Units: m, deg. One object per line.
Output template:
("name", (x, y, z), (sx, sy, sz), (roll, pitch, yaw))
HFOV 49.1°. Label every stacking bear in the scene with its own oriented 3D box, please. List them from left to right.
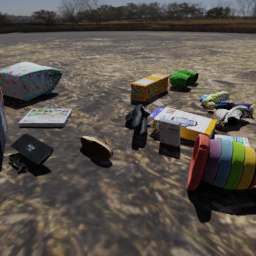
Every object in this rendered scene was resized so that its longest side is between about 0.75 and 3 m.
("stacking bear", (2.662, 0.951, 6.668), (2.204, 1.339, 1.253), (13, 26, 9))

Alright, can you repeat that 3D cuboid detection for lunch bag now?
("lunch bag", (-4.783, -2.436, 13.833), (2.100, 1.503, 2.466), (15, 33, 31))

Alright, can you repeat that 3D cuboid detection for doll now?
("doll", (4.161, -0.852, 11.519), (1.760, 0.427, 1.201), (2, 32, 13))

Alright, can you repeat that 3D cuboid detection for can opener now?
("can opener", (0.421, -0.217, 9.873), (0.725, 0.900, 2.288), (43, 13, -15))

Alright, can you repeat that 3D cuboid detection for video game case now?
("video game case", (-3.143, -0.413, 10.854), (1.660, 0.183, 1.513), (0, 24, 1))

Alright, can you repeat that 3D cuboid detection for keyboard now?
("keyboard", (-2.861, 0.717, 7.925), (1.628, 0.168, 1.035), (20, 55, 40))

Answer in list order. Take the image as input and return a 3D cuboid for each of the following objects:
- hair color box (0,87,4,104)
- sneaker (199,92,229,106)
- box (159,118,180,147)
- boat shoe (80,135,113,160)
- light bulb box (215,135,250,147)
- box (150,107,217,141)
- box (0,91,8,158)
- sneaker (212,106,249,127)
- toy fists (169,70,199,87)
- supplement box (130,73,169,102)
("hair color box", (-6.069, -0.866, 11.075), (1.362, 0.822, 2.684), (-3, 23, -5))
("sneaker", (3.828, -1.373, 12.562), (1.468, 0.556, 0.771), (-15, 27, -28))
("box", (1.301, 0.134, 8.758), (0.668, 0.857, 0.176), (14, 40, 29))
("boat shoe", (-0.846, 0.511, 8.389), (0.518, 0.519, 1.440), (-21, 25, -36))
("light bulb box", (2.915, 0.663, 7.924), (0.920, 0.574, 0.912), (5, 24, 12))
("box", (1.858, -0.151, 9.699), (2.168, 0.450, 1.290), (16, 29, 22))
("box", (-5.036, -0.052, 8.077), (2.625, 1.618, 2.604), (-10, 20, -17))
("sneaker", (3.938, -0.348, 10.396), (1.641, 0.621, 0.719), (-12, 44, -22))
("toy fists", (3.004, -2.721, 15.414), (1.130, 0.763, 2.218), (22, 30, 26))
("supplement box", (1.084, -2.002, 13.661), (0.852, 0.824, 2.477), (18, 30, 31))
